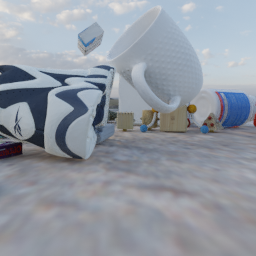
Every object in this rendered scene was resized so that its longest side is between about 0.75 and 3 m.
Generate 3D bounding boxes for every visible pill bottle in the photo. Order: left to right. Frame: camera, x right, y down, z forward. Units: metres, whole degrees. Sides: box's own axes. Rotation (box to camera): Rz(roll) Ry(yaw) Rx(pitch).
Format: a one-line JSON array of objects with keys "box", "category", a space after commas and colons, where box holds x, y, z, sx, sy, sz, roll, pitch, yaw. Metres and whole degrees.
[{"box": [3.097, -0.602, 8.751, 2.141, 1.201, 1.201, -2, 5, -29], "category": "pill bottle"}]

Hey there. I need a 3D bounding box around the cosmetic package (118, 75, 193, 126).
[{"box": [1.241, -1.369, 10.348, 2.402, 2.417, 2.888, 3, 6, 20], "category": "cosmetic package"}]

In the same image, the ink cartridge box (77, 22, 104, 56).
[{"box": [-1.008, -2.349, 7.455, 0.611, 0.356, 0.845, -40, 2, -13], "category": "ink cartridge box"}]

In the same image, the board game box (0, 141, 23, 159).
[{"box": [-2.213, 0.332, 3.474, 0.928, 0.250, 1.546, 6, 7, 22], "category": "board game box"}]

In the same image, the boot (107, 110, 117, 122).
[{"box": [-0.945, -0.548, 10.702, 1.643, 0.851, 2.515, 4, 3, -35], "category": "boot"}]

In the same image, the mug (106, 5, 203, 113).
[{"box": [0.626, -1.129, 5.616, 1.487, 1.766, 2.014, -30, 30, 36], "category": "mug"}]

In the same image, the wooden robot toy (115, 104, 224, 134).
[{"box": [1.103, -0.562, 7.544, 2.872, 1.303, 1.265, 2, 5, 14], "category": "wooden robot toy"}]

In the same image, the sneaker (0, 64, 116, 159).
[{"box": [-1.295, -0.532, 4.605, 1.934, 1.187, 2.973, 12, 26, -1], "category": "sneaker"}]

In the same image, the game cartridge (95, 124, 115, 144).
[{"box": [-1.193, 0.084, 5.642, 1.724, 0.358, 1.148, 1, 3, 12], "category": "game cartridge"}]

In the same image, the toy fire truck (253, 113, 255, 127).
[{"box": [4.384, -0.436, 6.260, 2.716, 1.523, 2.281, -2, 23, -15], "category": "toy fire truck"}]

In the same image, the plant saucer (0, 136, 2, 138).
[{"box": [-3.586, 0.137, 6.045, 1.850, 0.176, 0.647, -1, 5, -7], "category": "plant saucer"}]
